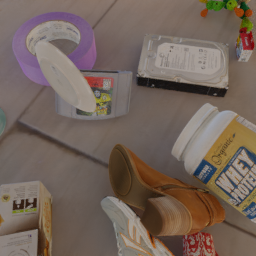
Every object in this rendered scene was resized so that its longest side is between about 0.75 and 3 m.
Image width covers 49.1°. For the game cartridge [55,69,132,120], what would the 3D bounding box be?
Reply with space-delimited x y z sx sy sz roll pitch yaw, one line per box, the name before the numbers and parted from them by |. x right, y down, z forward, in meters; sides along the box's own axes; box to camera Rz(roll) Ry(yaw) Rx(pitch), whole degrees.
game cartridge | -0.983 -0.948 8.089 2.164 1.440 0.442 -1 29 -14

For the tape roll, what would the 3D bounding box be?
tape roll | -2.428 -2.711 9.469 2.647 0.868 2.647 0 61 0

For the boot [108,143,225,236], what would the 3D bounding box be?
boot | 0.889 1.365 6.764 2.136 1.055 2.751 6 23 -37

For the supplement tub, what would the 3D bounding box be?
supplement tub | 2.632 0.785 6.870 2.681 1.940 1.940 36 67 19

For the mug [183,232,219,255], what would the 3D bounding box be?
mug | 1.673 3.114 6.345 0.833 1.109 1.249 -20 49 29

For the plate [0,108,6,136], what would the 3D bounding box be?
plate | -4.536 -0.113 8.375 1.688 0.216 1.688 0 59 0

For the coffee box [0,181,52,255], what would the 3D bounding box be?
coffee box | -2.276 2.539 6.222 0.935 1.341 2.344 -6 60 -3

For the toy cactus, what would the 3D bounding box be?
toy cactus | 3.917 -4.608 10.421 2.131 1.320 2.582 -30 67 -24

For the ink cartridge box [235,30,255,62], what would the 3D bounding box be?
ink cartridge box | 4.005 -2.844 9.622 0.347 0.726 0.827 3 60 2

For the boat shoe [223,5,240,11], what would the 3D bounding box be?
boat shoe | 4.144 -4.757 10.975 0.872 0.326 0.298 0 81 -3

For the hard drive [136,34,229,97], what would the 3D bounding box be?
hard drive | 1.843 -2.148 9.344 2.901 0.549 2.026 9 61 6

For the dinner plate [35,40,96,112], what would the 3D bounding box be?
dinner plate | -1.535 -1.108 6.589 2.028 2.028 0.246 37 66 19

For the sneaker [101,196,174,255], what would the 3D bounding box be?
sneaker | 0.032 2.660 6.443 1.121 0.922 2.437 -40 66 -15
